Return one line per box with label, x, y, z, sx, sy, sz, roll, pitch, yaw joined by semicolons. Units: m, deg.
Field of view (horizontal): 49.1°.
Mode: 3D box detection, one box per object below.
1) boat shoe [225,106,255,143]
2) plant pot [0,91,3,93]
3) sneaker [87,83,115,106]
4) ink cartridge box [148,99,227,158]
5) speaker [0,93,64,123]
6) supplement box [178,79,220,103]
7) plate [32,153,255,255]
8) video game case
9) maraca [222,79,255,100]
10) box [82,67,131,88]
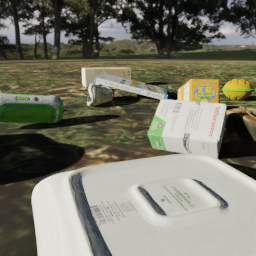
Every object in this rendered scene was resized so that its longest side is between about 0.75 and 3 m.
boat shoe;2.575;-0.188;6.121;0.657;0.674;1.780;-25;10;5
plant pot;-3.984;-0.610;8.077;0.833;0.833;0.766;4;28;12
sneaker;-0.976;-1.246;10.290;0.828;0.768;2.044;10;18;4
ink cartridge box;1.189;-0.012;5.517;1.327;0.558;0.968;8;53;25
speaker;-2.638;-0.500;7.214;1.807;0.799;0.799;-1;14;-32
supplement box;1.909;-0.863;7.882;0.747;0.772;2.244;1;3;1
plate;0.513;0.946;3.114;2.985;0.482;2.978;-6;18;-19
video game case;0.192;-1.723;11.476;2.828;0.252;2.024;14;16;0
maraca;4.416;-1.487;10.839;1.514;0.810;1.038;-1;15;-6
box;-1.124;-2.654;14.584;2.413;0.938;1.146;-5;17;-17
